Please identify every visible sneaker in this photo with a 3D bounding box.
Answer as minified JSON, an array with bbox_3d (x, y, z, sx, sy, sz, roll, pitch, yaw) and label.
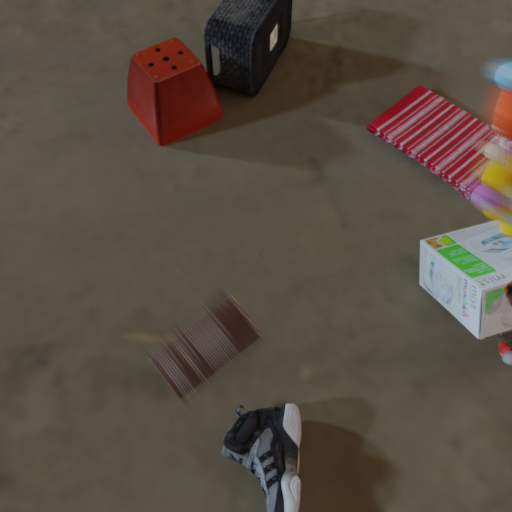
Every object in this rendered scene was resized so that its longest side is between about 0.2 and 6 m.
[{"bbox_3d":[0.052,2.979,7.776,1.102,0.731,1.936,3,51,3],"label":"sneaker"}]

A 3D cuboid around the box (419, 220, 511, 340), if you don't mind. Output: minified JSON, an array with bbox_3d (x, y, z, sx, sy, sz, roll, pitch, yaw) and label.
[{"bbox_3d":[3.955,0.281,8.984,2.007,0.970,1.771,-14,28,-9],"label":"box"}]

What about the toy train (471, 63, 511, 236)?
[{"bbox_3d":[3.745,-1.319,7.572,0.741,2.666,2.003,19,84,40],"label":"toy train"}]

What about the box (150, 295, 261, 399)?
[{"bbox_3d":[-0.387,0.699,4.376,0.796,0.298,0.399,-38,88,1],"label":"box"}]

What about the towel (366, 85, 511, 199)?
[{"bbox_3d":[3.835,-2.422,11.540,1.942,0.302,2.686,-39,66,-24],"label":"towel"}]

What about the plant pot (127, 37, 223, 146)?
[{"bbox_3d":[-1.770,-3.511,11.599,1.574,1.388,1.575,-29,62,-17],"label":"plant pot"}]

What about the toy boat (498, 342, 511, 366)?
[{"bbox_3d":[4.374,1.438,8.778,1.074,0.903,0.499,-17,18,13],"label":"toy boat"}]

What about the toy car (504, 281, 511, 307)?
[{"bbox_3d":[4.519,0.185,7.205,2.890,0.962,1.417,-45,74,11],"label":"toy car"}]

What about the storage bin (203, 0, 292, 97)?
[{"bbox_3d":[-0.121,-4.914,12.366,1.131,1.631,2.413,19,59,13],"label":"storage bin"}]
